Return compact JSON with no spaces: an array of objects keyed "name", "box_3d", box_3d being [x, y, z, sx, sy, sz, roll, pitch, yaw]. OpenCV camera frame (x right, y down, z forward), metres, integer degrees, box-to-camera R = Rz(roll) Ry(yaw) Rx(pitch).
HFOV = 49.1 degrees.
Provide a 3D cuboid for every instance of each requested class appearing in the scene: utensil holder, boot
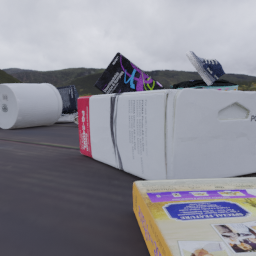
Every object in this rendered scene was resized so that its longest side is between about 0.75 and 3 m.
[{"name":"utensil holder","box_3d":[-3.941,-0.863,10.918,1.776,1.776,2.090,3,9,31]},{"name":"boot","box_3d":[2.303,-1.912,8.290,1.432,0.647,0.521,39,21,-38]}]

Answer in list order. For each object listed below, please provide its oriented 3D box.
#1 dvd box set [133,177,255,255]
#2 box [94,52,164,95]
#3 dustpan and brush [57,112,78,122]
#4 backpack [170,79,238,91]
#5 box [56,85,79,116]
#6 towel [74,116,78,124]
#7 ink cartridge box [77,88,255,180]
[{"name":"dvd box set","box_3d":[0.908,0.685,1.557,1.515,0.304,2.071,-1,5,-8]},{"name":"box","box_3d":[0.037,-1.974,13.381,2.785,1.991,0.503,38,18,-1]},{"name":"dustpan and brush","box_3d":[-2.823,-0.565,13.557,1.920,0.549,1.340,0,-1,-31]},{"name":"backpack","box_3d":[3.435,-1.182,12.323,2.638,2.023,2.319,-14,10,-20]},{"name":"box","box_3d":[-3.562,-1.220,14.147,2.134,1.220,2.344,-9,-3,-4]},{"name":"towel","box_3d":[-0.741,-0.288,11.448,2.516,0.434,1.667,3,4,12]},{"name":"ink cartridge box","box_3d":[0.576,0.001,4.465,1.949,1.119,2.684,-3,6,-30]}]
